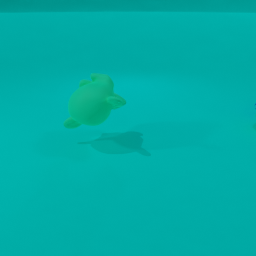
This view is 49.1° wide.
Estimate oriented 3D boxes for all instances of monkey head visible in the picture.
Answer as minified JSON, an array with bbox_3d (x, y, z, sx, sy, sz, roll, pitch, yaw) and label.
[{"bbox_3d":[-0.661,-0.517,6.511,1.885,1.356,1.136,-21,52,39],"label":"monkey head"}]
